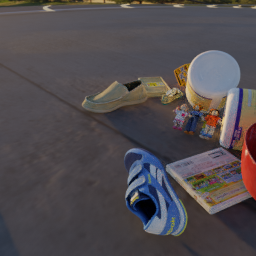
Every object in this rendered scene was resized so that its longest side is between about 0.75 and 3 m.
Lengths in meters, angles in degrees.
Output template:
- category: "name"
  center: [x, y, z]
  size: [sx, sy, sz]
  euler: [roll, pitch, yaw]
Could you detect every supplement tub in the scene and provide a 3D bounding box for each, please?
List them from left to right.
- category: "supplement tub"
  center: [2.867, -1.489, 9.788]
  size: [1.628, 1.628, 2.240]
  euler: [6, -12, 10]
- category: "supplement tub"
  center: [4.060, -0.131, 8.045]
  size: [2.516, 1.829, 1.829]
  euler: [9, 31, 17]

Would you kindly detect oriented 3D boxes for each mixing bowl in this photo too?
- category: "mixing bowl"
  center: [3.530, 1.056, 6.289]
  size: [2.364, 1.281, 2.364]
  euler: [6, 41, -6]

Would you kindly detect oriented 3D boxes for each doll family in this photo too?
- category: "doll family"
  center: [2.321, -0.265, 9.136]
  size: [1.707, 1.060, 0.769]
  euler: [15, -11, 37]

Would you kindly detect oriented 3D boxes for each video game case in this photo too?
- category: "video game case"
  center: [2.301, 1.255, 7.258]
  size: [1.985, 0.227, 1.806]
  euler: [-13, 32, -24]

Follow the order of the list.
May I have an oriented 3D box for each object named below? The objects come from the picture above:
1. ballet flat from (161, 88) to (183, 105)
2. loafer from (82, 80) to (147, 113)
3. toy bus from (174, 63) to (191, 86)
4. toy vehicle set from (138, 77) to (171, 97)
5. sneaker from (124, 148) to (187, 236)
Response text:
- category: "ballet flat"
  center: [1.879, -1.411, 11.673]
  size: [0.522, 0.522, 1.477]
  euler: [22, 36, 33]
- category: "loafer"
  center: [-0.506, -1.336, 11.064]
  size: [2.791, 0.953, 1.056]
  euler: [-16, 33, -26]
- category: "toy bus"
  center: [2.973, -2.429, 12.424]
  size: [2.358, 0.768, 0.923]
  euler: [-19, -4, -45]
- category: "toy vehicle set"
  center: [1.190, -1.900, 12.780]
  size: [1.141, 0.243, 1.836]
  euler: [-4, 30, -7]
- category: "sneaker"
  center: [0.367, 1.263, 6.028]
  size: [0.925, 0.831, 2.248]
  euler: [4, 37, -34]
